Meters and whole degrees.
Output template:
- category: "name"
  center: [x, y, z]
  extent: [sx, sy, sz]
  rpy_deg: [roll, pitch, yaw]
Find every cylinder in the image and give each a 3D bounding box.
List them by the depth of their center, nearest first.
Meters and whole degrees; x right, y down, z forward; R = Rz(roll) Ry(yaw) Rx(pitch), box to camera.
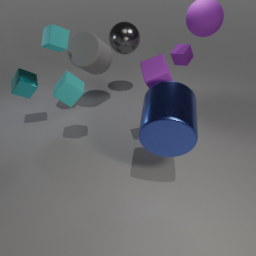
- category: "cylinder"
  center: [1.029, -0.222, 7.082]
  extent: [1.400, 1.400, 1.400]
  rpy_deg: [4, 47, 7]
- category: "cylinder"
  center: [-1.509, -2.993, 11.365]
  extent: [1.400, 1.400, 1.400]
  rpy_deg: [11, 1, 18]

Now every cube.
- category: "cube"
  center: [0.843, -1.579, 8.134]
  extent: [0.700, 0.700, 0.700]
  rpy_deg: [-19, 62, 16]
- category: "cube"
  center: [-1.867, -1.234, 8.867]
  extent: [0.700, 0.700, 0.700]
  rpy_deg: [34, 25, -27]
- category: "cube"
  center: [-2.589, -3.182, 9.978]
  extent: [0.700, 0.700, 0.700]
  rpy_deg: [8, 0, -38]
- category: "cube"
  center: [-3.780, -1.612, 10.211]
  extent: [0.700, 0.700, 0.700]
  rpy_deg: [16, 43, -40]
- category: "cube"
  center: [2.480, -3.354, 12.843]
  extent: [0.700, 0.700, 0.700]
  rpy_deg: [16, 60, 39]

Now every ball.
- category: "ball"
  center: [2.915, -4.200, 10.676]
  extent: [1.400, 1.400, 1.400]
  rpy_deg: [0, 30, 0]
- category: "ball"
  center: [-0.155, -4.008, 12.512]
  extent: [1.400, 1.400, 1.400]
  rpy_deg: [0, 30, 0]
